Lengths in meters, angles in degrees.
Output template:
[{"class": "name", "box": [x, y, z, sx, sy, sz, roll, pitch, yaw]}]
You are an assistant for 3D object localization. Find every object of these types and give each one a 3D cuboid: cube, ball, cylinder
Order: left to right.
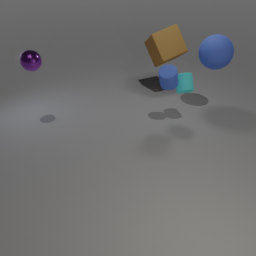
[{"class": "ball", "box": [-3.260, -2.260, 9.411, 0.700, 0.700, 0.700, 0, 30, 0]}, {"class": "cube", "box": [1.845, -4.008, 13.770, 1.400, 1.400, 1.400, -26, 6, -10]}, {"class": "cylinder", "box": [1.522, -1.892, 10.508, 0.700, 0.700, 0.700, -6, 57, 10]}, {"class": "cylinder", "box": [2.226, -1.769, 11.086, 0.700, 0.700, 0.700, -7, -2, 0]}, {"class": "ball", "box": [3.624, -3.124, 11.548, 1.400, 1.400, 1.400, 0, 30, 0]}]
